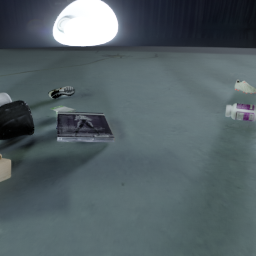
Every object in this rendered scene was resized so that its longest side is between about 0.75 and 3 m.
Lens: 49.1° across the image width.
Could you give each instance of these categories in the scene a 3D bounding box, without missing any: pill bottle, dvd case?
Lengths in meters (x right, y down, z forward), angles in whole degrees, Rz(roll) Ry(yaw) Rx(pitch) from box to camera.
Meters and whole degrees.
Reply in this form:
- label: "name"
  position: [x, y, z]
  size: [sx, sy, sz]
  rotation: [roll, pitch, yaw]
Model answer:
- label: "pill bottle"
  position: [3.863, -0.544, 9.541]
  size: [0.999, 0.561, 0.561]
  rotation: [8, 21, 20]
- label: "dvd case"
  position: [-1.356, -0.070, 8.487]
  size: [1.559, 0.167, 2.096]
  rotation: [1, 22, -15]

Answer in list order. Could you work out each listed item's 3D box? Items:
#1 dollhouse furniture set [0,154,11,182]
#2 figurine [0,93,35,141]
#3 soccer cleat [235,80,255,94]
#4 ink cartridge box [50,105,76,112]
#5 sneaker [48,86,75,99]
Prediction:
- label: "dollhouse furniture set"
  position: [-3.882, 0.093, 5.101]
  size: [2.396, 1.952, 2.279]
  rotation: [7, 10, 18]
- label: "figurine"
  position: [-4.349, -0.193, 8.093]
  size: [2.384, 1.052, 2.443]
  rotation: [-21, 27, -36]
- label: "soccer cleat"
  position: [5.728, -2.014, 13.652]
  size: [0.472, 0.529, 1.364]
  rotation: [-8, 22, -21]
- label: "ink cartridge box"
  position: [-2.401, -0.618, 10.283]
  size: [0.796, 0.191, 0.579]
  rotation: [15, 24, 35]
- label: "sneaker"
  position: [-3.029, -1.653, 12.759]
  size: [1.279, 0.471, 0.512]
  rotation: [-15, 23, -37]
